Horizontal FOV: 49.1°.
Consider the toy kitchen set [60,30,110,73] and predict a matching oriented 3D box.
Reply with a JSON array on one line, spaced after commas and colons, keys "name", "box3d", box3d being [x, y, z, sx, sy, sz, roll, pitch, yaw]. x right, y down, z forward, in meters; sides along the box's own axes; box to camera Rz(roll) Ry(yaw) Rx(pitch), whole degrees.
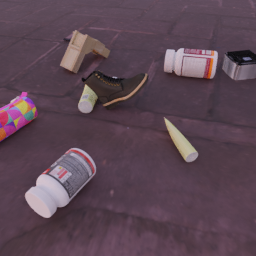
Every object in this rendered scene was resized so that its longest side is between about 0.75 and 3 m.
[{"name": "toy kitchen set", "box3d": [-2.451, -3.789, 14.423, 1.727, 1.910, 2.117, 29, 7, 27]}]

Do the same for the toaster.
[{"name": "toaster", "box3d": [5.375, -3.027, 13.313, 1.569, 0.931, 1.419, -8, 39, -10]}]

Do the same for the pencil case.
[{"name": "pencil case", "box3d": [-4.318, -0.260, 9.767, 1.070, 1.070, 2.422, 19, 43, 22]}]

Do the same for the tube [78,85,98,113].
[{"name": "tube", "box3d": [-1.535, -1.411, 11.657, 0.575, 0.643, 2.215, -29, 28, 23]}]

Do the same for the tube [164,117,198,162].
[{"name": "tube", "box3d": [1.689, 0.361, 9.326, 0.459, 0.513, 1.767, 1, 37, -27]}]

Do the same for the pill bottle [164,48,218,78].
[{"name": "pill bottle", "box3d": [2.905, -3.037, 13.069, 2.287, 1.253, 1.253, 8, 39, 11]}]

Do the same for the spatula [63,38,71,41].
[{"name": "spatula", "box3d": [-2.977, -5.274, 16.750, 1.821, 0.187, 0.515, -1, 38, -1]}]

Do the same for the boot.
[{"name": "boot", "box3d": [-0.529, -1.706, 10.260, 2.270, 1.570, 0.879, -30, 27, 32]}]

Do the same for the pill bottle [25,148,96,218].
[{"name": "pill bottle", "box3d": [-1.780, 1.449, 7.566, 1.046, 1.046, 1.806, 21, 43, 24]}]
